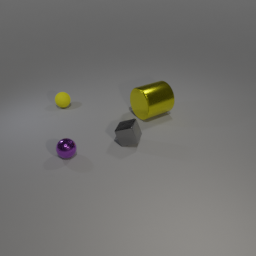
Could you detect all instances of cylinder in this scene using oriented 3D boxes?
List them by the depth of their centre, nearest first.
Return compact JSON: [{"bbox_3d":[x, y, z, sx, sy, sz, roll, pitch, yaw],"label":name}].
[{"bbox_3d":[1.026,-1.200,12.001,1.400,1.400,1.400,-19,37,-28],"label":"cylinder"}]

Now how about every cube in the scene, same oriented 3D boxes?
[{"bbox_3d":[0.021,0.165,10.311,0.700,0.700,0.700,-12,27,24],"label":"cube"}]

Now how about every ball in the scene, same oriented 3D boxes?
[{"bbox_3d":[-2.125,0.695,9.650,0.700,0.700,0.700,0,32,0],"label":"ball"},{"bbox_3d":[-2.971,-1.288,12.756,0.700,0.700,0.700,0,32,0],"label":"ball"}]
